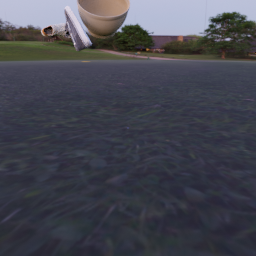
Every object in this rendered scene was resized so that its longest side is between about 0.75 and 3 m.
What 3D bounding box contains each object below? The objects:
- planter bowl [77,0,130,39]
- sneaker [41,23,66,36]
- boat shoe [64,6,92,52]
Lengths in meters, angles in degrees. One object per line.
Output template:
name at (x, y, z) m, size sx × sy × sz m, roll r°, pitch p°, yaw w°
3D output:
planter bowl at (-0.953, -4.185, 10.413) m, size 1.900 × 1.279 × 1.900 m, roll 5°, pitch 57°, yaw -7°
sneaker at (-2.681, -3.772, 10.800) m, size 1.269 × 0.462 × 0.537 m, roll -18°, pitch 17°, yaw -12°
boat shoe at (-1.877, -3.365, 9.529) m, size 0.642 × 1.893 × 0.679 m, roll -31°, pitch -21°, yaw 6°
